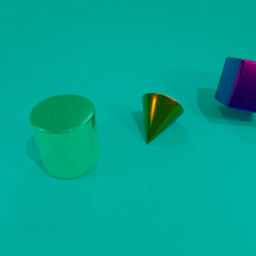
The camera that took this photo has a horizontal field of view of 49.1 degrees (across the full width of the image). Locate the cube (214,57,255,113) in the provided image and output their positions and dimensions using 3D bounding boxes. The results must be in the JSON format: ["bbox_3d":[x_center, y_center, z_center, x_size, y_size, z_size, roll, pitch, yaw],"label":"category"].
[{"bbox_3d":[3.245,-1.152,7.517,1.240,1.240,1.240,11,17,-3],"label":"cube"}]

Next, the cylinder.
[{"bbox_3d":[-1.375,0.172,6.329,1.391,1.391,1.391,0,40,0],"label":"cylinder"}]

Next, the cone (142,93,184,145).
[{"bbox_3d":[0.703,-0.095,7.294,1.182,1.182,1.186,17,71,18],"label":"cone"}]
